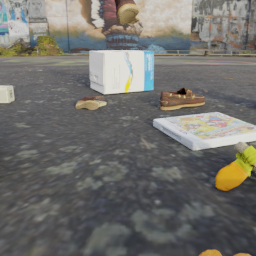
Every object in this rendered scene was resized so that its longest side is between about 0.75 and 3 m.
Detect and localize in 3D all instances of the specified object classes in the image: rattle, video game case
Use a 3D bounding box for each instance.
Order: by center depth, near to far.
[{"bbox_3d":[2.140,0.801,5.331,0.873,0.958,1.341,33,5,6],"label":"rattle"},{"bbox_3d":[2.191,0.002,7.744,2.326,0.266,2.117,-6,19,-20],"label":"video game case"}]

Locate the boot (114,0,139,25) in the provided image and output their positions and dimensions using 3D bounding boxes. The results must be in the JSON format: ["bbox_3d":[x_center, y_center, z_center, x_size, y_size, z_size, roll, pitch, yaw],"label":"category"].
[{"bbox_3d":[-0.322,-4.179,8.783,0.761,1.749,2.103,-29,7,15],"label":"boot"}]

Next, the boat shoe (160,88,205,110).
[{"bbox_3d":[2.127,-1.158,10.662,2.128,0.748,0.749,-10,15,-33],"label":"boat shoe"}]

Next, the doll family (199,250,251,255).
[{"bbox_3d":[1.258,1.403,1.541,2.878,1.297,1.786,-4,18,-12],"label":"doll family"}]

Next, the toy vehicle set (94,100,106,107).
[{"bbox_3d":[-1.332,-0.987,11.168,0.803,0.107,0.499,11,21,32],"label":"toy vehicle set"}]

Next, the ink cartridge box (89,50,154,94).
[{"bbox_3d":[-0.353,-2.873,14.042,2.699,1.952,1.987,-9,20,-26],"label":"ink cartridge box"}]

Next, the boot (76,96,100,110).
[{"bbox_3d":[-1.406,-1.022,10.598,1.041,0.377,0.866,-2,30,23],"label":"boot"}]

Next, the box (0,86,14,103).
[{"bbox_3d":[-5.626,-1.396,11.533,1.675,0.688,0.573,3,17,4],"label":"box"}]
